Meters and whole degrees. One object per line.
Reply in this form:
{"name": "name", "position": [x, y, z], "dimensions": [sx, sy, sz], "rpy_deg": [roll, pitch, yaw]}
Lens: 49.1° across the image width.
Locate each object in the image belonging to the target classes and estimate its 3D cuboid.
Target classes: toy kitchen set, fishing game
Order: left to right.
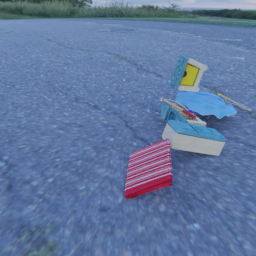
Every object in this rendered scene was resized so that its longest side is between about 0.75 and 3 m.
{"name": "toy kitchen set", "position": [1.681, -0.810, 7.892], "dimensions": [1.515, 2.061, 2.572], "rpy_deg": [9, 22, -22]}
{"name": "fishing game", "position": [2.542, -0.744, 9.369], "dimensions": [2.925, 0.455, 2.094], "rpy_deg": [-11, 33, -36]}

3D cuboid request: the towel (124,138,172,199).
{"name": "towel", "position": [0.480, 0.889, 6.356], "dimensions": [1.121, 0.174, 1.550], "rpy_deg": [-23, 26, 19]}
